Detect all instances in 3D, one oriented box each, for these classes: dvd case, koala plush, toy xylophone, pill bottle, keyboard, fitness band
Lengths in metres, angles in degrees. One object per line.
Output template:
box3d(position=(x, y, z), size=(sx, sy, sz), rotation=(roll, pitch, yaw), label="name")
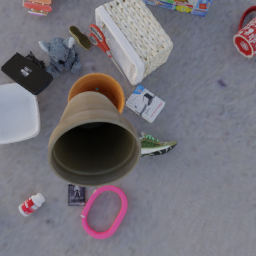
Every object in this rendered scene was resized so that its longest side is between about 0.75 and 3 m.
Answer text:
box3d(position=(-1.845, 2.363, 10.126), size=(0.634, 0.068, 0.853), rotation=(-1, 83, 0), label="dvd case")
box3d(position=(-2.433, -2.733, 9.974), size=(1.398, 1.576, 1.448), rotation=(-6, 83, 0), label="koala plush")
box3d(position=(-3.490, -5.119, 10.757), size=(1.241, 0.426, 1.695), rotation=(3, 93, 2), label="toy xylophone")
box3d(position=(-3.379, 2.687, 9.886), size=(0.825, 0.463, 0.463), rotation=(-37, 85, -4), label="pill bottle")
box3d(position=(-3.500, -1.994, 10.150), size=(2.442, 0.484, 1.271), rotation=(35, 76, 30), label="keyboard")
box3d(position=(-0.830, 2.952, 9.916), size=(1.373, 0.358, 1.912), rotation=(29, 85, 3), label="fitness band")

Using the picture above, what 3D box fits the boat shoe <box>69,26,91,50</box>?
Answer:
box3d(position=(-1.833, -3.416, 10.733), size=(1.096, 0.345, 0.400), rotation=(45, 75, -2), label="boat shoe")

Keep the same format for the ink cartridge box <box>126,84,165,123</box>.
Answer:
box3d(position=(0.640, -0.881, 10.293), size=(1.194, 0.500, 0.866), rotation=(36, 84, 4), label="ink cartridge box")

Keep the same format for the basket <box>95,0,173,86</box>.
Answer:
box3d(position=(0.206, -3.158, 9.974), size=(1.609, 1.768, 2.609), rotation=(-32, 84, -8), label="basket")

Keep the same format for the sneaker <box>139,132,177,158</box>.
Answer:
box3d(position=(0.747, 0.521, 10.060), size=(2.036, 0.783, 0.902), rotation=(-7, 72, -4), label="sneaker")

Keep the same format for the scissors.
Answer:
box3d(position=(-0.705, -2.829, 10.396), size=(0.161, 0.845, 2.310), rotation=(-38, 84, -32), label="scissors")

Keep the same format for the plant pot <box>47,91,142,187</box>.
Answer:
box3d(position=(-0.946, 0.087, 7.361), size=(2.248, 2.248, 1.951), rotation=(-15, 42, -2), label="plant pot")

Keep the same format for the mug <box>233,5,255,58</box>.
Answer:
box3d(position=(4.909, -3.650, 10.459), size=(1.919, 1.703, 1.280), rotation=(-39, 121, 0), label="mug")

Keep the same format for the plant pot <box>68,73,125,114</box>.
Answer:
box3d(position=(-1.052, -0.843, 9.882), size=(1.878, 1.315, 1.878), rotation=(0, 83, -1), label="plant pot")

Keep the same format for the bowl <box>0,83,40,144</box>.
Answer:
box3d(position=(-4.176, -0.458, 10.064), size=(2.090, 0.780, 2.087), rotation=(-11, 79, -2), label="bowl")

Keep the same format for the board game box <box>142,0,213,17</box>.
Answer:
box3d(position=(1.691, -5.019, 10.073), size=(2.859, 1.935, 0.493), rotation=(14, 82, 1), label="board game box")
